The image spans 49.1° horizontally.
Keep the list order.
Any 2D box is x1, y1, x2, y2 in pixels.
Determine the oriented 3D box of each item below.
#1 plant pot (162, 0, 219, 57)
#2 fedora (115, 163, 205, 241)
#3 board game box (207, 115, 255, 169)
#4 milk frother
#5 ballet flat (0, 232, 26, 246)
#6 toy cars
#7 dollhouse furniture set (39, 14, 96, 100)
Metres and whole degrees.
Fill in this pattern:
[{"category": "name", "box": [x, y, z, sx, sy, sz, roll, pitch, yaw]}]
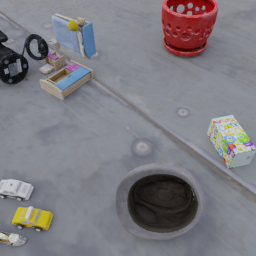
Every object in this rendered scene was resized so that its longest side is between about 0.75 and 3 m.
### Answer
[{"category": "plant pot", "box": [2.635, -4.546, 12.560, 2.364, 2.153, 2.364, 0, 46, 0]}, {"category": "fedora", "box": [0.812, 1.783, 7.186, 2.182, 1.929, 0.985, -10, 2, 7]}, {"category": "board game box", "box": [3.235, 0.412, 8.868, 0.768, 0.782, 1.491, -10, 47, -9]}, {"category": "milk frother", "box": [-4.829, -3.200, 11.704, 2.099, 2.014, 2.232, 36, 32, 28]}, {"category": "ballet flat", "box": [-2.989, 2.762, 7.010, 0.852, 0.306, 0.306, 6, 47, 5]}, {"category": "toy cars", "box": [-2.887, 1.991, 7.604, 0.953, 0.470, 2.125, -32, 54, -27]}, {"category": "dollhouse furniture set", "box": [-2.783, -2.983, 10.693, 2.608, 2.763, 1.803, 29, 53, 25]}]
